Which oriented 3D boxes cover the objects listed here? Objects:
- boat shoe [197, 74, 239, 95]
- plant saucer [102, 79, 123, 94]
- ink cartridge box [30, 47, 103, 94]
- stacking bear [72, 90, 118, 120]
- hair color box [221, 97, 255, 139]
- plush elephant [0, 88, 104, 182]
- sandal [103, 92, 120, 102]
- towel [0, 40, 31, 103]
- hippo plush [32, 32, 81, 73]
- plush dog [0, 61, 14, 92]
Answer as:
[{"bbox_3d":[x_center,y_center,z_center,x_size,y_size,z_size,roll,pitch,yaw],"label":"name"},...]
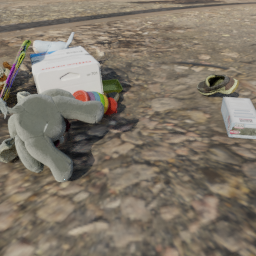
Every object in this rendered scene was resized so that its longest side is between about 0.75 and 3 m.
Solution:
[{"bbox_3d":[3.033,-1.602,9.911,0.649,0.706,1.976,35,-5,-22],"label":"boat shoe"},{"bbox_3d":[-0.817,-1.575,11.007,1.060,0.254,1.058,-7,32,-12],"label":"plant saucer"},{"bbox_3d":[-2.244,-1.924,9.884,2.060,1.208,2.813,-13,31,-15],"label":"ink cartridge box"},{"bbox_3d":[-0.956,-0.734,8.863,1.445,0.822,0.878,3,55,-45],"label":"stacking bear"},{"bbox_3d":[3.478,-0.354,8.705,0.871,0.534,1.760,5,31,8],"label":"hair color box"},{"bbox_3d":[-2.222,0.015,6.957,2.542,2.094,1.968,23,-15,-15],"label":"plush elephant"},{"bbox_3d":[-1.133,-0.986,9.755,1.946,0.531,0.795,-16,35,-25],"label":"sandal"},{"bbox_3d":[-3.946,-1.825,9.661,0.274,2.403,1.726,24,19,-23],"label":"towel"},{"bbox_3d":[-3.138,-2.710,12.078,2.202,1.754,1.771,-5,59,12],"label":"hippo plush"},{"bbox_3d":[-5.310,-1.978,11.032,1.535,1.433,1.787,7,58,-15],"label":"plush dog"}]
